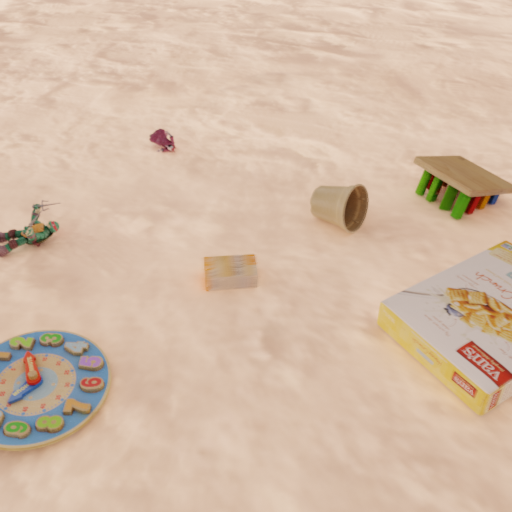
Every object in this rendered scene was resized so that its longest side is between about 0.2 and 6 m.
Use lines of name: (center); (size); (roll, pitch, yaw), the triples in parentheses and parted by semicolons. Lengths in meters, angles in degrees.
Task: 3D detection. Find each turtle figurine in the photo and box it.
turtle figurine: (-4.579, -0.523, 11.378); (1.463, 0.737, 1.095); (-24, 28, -5)

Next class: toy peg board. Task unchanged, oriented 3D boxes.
toy peg board: (4.619, -1.555, 12.786); (1.693, 0.832, 1.700); (-8, 38, -35)

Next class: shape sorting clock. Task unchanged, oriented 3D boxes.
shape sorting clock: (-3.349, 1.932, 8.510); (2.228, 0.437, 2.228); (0, 39, 0)

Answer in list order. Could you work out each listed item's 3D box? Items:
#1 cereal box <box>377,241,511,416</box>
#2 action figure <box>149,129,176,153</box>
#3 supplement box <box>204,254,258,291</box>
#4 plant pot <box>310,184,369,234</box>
cereal box: (4.021, 1.028, 9.466); (3.233, 0.639, 2.326); (-22, 43, -25)
action figure: (-2.402, -2.954, 14.784); (0.884, 0.659, 0.592); (41, 93, 22)
supplement box: (-0.484, 0.308, 10.598); (0.982, 0.361, 0.619); (-4, 42, -6)
plant pot: (1.722, -1.081, 11.968); (0.964, 1.053, 1.053); (16, 40, 37)
